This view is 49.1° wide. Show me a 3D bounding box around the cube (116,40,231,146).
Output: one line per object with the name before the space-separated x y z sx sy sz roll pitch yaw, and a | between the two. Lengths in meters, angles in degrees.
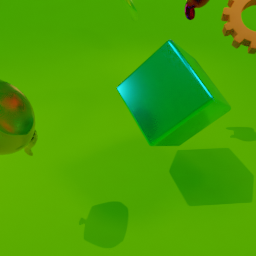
cube | 0.878 -0.559 5.306 1.343 1.343 1.343 6 50 -58

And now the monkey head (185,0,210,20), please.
monkey head | 1.268 -2.769 5.454 0.821 1.141 0.688 12 45 -4

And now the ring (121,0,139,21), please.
ring | 0.004 -4.197 9.495 0.243 1.217 1.217 -31 37 10

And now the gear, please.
gear | 1.977 -1.659 4.233 1.057 0.196 1.057 -2 80 9

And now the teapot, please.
teapot | -1.860 -0.075 3.932 0.862 1.761 1.095 -24 48 25
